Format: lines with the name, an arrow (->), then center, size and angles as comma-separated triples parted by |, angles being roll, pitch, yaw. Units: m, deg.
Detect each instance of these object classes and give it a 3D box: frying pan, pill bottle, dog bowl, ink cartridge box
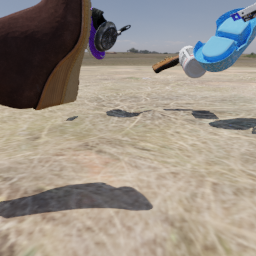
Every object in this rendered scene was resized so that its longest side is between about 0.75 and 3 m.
frying pan -> -0.537, -3.328, 10.389 | 0.303, 1.127, 1.863 | 36, 29, 27
pill bottle -> 2.379, -2.496, 10.396 | 0.868, 0.868, 1.498 | 0, 32, -1
dog bowl -> 3.164, -2.775, 8.966 | 2.459, 0.610, 1.371 | -49, 47, -10
ink cartridge box -> 3.341, -3.145, 7.707 | 0.910, 0.198, 0.902 | -17, 0, 30

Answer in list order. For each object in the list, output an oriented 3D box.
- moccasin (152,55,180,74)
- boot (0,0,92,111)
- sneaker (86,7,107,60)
moccasin -> 1.577, -2.644, 11.363 | 1.236, 0.477, 0.452 | -27, -31, 9
boot -> -1.585, -1.299, 3.862 | 1.965, 2.362, 0.855 | -2, 31, -25
sneaker -> -1.025, -3.404, 10.392 | 1.088, 2.188, 0.761 | 11, 56, 21
